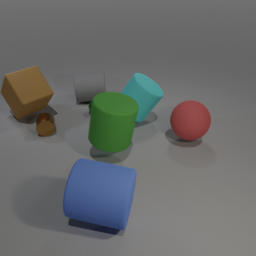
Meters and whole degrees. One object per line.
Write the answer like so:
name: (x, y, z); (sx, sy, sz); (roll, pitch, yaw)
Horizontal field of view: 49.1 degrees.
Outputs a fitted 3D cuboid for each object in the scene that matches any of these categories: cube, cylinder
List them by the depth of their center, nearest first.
cylinder: (-0.609, 1.523, 6.568); (1.400, 1.400, 1.400); (10, 30, 7)
cylinder: (-0.477, -0.198, 8.715); (1.400, 1.400, 1.400); (9, 33, -6)
cylinder: (-3.163, -0.131, 10.779); (0.700, 0.700, 0.700); (-6, 30, -12)
cylinder: (0.444, -1.198, 11.057); (1.400, 1.400, 1.400); (29, 29, -18)
cube: (-4.148, -1.450, 11.487); (1.400, 1.400, 1.400); (-29, 85, -37)
cylinder: (-1.782, -1.979, 13.349); (1.400, 1.400, 1.400); (-5, 29, -3)

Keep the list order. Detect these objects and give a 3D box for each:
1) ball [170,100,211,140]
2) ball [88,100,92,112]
ball: (2.184, -0.269, 9.826); (1.400, 1.400, 1.400); (0, 29, 0)
ball: (-1.386, -0.927, 12.242); (0.700, 0.700, 0.700); (0, 29, 0)
